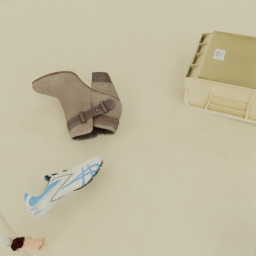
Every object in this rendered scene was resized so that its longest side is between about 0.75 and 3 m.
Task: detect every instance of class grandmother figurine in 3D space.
[{"bbox_3d":[-1.963,2.125,5.159,0.801,0.486,0.242,24,17,-37],"label":"grandmother figurine"}]

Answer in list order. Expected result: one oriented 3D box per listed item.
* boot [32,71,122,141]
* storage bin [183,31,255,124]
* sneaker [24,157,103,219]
[{"bbox_3d":[-1.370,-0.541,7.266,2.445,0.859,1.787,-7,68,8],"label":"boot"},{"bbox_3d":[2.972,-1.518,7.893,2.373,1.120,2.390,15,53,16],"label":"storage bin"},{"bbox_3d":[-1.305,1.106,5.937,1.860,0.669,0.674,-35,93,-30],"label":"sneaker"}]
